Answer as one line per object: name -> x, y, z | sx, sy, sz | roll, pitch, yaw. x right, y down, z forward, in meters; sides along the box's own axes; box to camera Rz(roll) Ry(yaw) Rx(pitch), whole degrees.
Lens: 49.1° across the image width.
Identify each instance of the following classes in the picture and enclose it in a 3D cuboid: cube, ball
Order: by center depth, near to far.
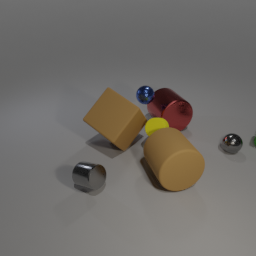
cube -> -0.393, -0.264, 9.593 | 1.400, 1.400, 1.400 | 36, 86, 22
ball -> 3.627, 0.531, 9.765 | 0.700, 0.700, 0.700 | 0, 30, 0
ball -> 0.646, -1.233, 10.457 | 0.700, 0.700, 0.700 | 0, 30, 0

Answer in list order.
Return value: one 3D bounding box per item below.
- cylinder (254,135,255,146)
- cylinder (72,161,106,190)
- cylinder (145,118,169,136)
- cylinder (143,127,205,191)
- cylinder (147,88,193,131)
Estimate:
cylinder -> 4.947, 0.356, 10.058 | 0.700, 0.700, 0.700 | 15, 33, 25
cylinder -> -1.088, 1.329, 7.888 | 0.700, 0.700, 0.700 | 3, 25, 40
cylinder -> 0.999, -0.001, 9.566 | 0.700, 0.700, 0.700 | 10, 5, 18
cylinder -> 1.324, 0.897, 8.320 | 1.400, 1.400, 1.400 | -8, 29, -14
cylinder -> 1.655, -0.730, 11.249 | 1.400, 1.400, 1.400 | -10, 31, -16
